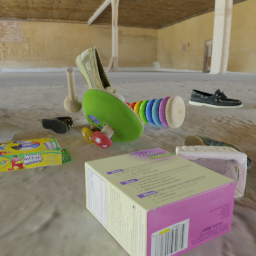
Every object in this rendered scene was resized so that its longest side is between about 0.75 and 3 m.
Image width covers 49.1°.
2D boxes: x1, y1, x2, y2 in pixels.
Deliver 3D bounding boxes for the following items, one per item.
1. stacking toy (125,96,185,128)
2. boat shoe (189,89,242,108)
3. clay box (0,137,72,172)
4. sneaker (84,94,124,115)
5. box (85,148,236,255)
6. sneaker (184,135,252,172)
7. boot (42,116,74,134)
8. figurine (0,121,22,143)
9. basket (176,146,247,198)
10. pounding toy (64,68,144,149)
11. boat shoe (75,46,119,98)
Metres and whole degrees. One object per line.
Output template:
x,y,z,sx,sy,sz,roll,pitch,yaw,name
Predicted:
0.769,-0.674,11.380,2.912,1.243,1.243,4,14,37,stacking toy
4.786,-1.679,15.379,2.911,0.965,1.088,12,19,40,boat shoe
-2.535,0.646,7.291,1.964,0.467,1.128,-7,17,-21,clay box
-1.107,-0.857,12.721,0.964,0.956,2.660,-34,-1,37,sneaker
0.420,1.111,4.593,1.650,0.907,1.875,-9,18,-31,box
2.278,0.650,7.125,0.856,0.640,1.908,1,14,-22,sneaker
-2.385,-0.164,10.419,1.414,0.510,1.068,12,16,38,boot
-4.958,0.045,8.734,2.562,1.103,2.500,13,15,38,figurine
1.603,0.839,5.718,1.322,0.896,0.816,0,12,2,basket
-1.012,-0.182,8.487,2.783,1.291,2.148,34,-22,5,pounding toy
-0.888,-1.567,9.892,0.843,2.679,0.977,-31,-9,19,boat shoe
